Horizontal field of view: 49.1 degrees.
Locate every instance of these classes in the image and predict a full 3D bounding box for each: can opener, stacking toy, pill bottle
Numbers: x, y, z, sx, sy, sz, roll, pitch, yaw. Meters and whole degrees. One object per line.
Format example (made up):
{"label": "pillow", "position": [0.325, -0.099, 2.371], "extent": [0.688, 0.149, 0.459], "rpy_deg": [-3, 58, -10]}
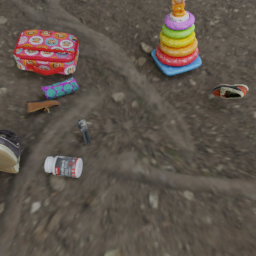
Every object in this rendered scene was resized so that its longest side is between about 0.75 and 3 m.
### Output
{"label": "can opener", "position": [-1.329, 0.108, 8.468], "extent": [0.213, 0.798, 0.267], "rpy_deg": [-25, 27, -29]}
{"label": "stacking toy", "position": [1.654, -3.302, 9.307], "extent": [1.519, 2.768, 1.607], "rpy_deg": [-19, 50, -8]}
{"label": "pill bottle", "position": [-1.811, 1.079, 7.901], "extent": [0.954, 0.552, 0.552], "rpy_deg": [5, 58, 5]}

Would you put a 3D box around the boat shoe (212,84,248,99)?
{"label": "boat shoe", "position": [3.177, -1.119, 8.908], "extent": [0.391, 0.445, 1.250], "rpy_deg": [-49, 28, -22]}

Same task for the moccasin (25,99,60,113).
{"label": "moccasin", "position": [-2.713, -0.699, 9.010], "extent": [0.409, 0.432, 1.119], "rpy_deg": [7, 17, 42]}

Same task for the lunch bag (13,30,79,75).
{"label": "lunch bag", "position": [-2.844, -2.587, 9.878], "extent": [2.116, 0.867, 1.864], "rpy_deg": [4, 52, -5]}

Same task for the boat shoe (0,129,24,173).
{"label": "boat shoe", "position": [-3.114, 0.490, 6.859], "extent": [1.054, 2.932, 0.950], "rpy_deg": [10, 72, -11]}

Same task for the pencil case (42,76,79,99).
{"label": "pencil case", "position": [-2.273, -1.346, 9.454], "extent": [1.156, 0.534, 0.492], "rpy_deg": [-21, 62, -11]}
